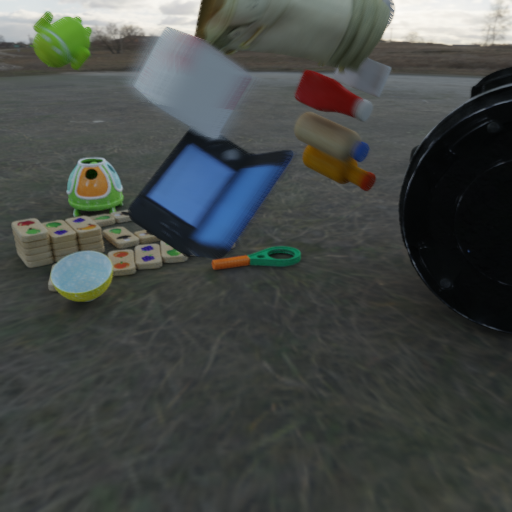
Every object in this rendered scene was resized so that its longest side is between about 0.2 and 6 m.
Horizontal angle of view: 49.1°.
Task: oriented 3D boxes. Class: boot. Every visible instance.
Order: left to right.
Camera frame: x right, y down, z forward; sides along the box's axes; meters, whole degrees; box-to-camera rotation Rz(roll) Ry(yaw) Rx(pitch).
[{"bbox_3d":[0.320,-3.033,7.463,2.198,1.024,2.842,8,9,-12],"label":"boot"}]

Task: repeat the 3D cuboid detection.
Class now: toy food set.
[{"bbox_3d":[1.707,-2.726,9.404,1.407,3.127,1.492,34,23,30],"label":"toy food set"}]

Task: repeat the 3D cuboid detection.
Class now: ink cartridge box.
[{"bbox_3d":[-0.800,-2.104,6.746,0.864,0.868,1.195,24,14,-33],"label":"ink cartridge box"}]

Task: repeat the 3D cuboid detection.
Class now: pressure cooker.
[{"bbox_3d":[4.104,-1.021,8.338,3.408,3.461,3.875,49,36,5],"label":"pressure cooker"}]

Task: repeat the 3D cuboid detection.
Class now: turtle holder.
[{"bbox_3d":[-3.538,-1.608,12.542,1.223,1.143,1.610,6,24,14],"label":"turtle holder"}]

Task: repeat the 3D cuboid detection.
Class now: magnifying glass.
[{"bbox_3d":[0.020,0.065,9.874,1.606,0.180,0.639,-6,24,-18],"label":"magnifying glass"}]

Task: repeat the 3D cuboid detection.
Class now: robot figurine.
[{"bbox_3d":[-2.662,-2.931,7.683,0.513,0.778,0.887,-26,21,51],"label":"robot figurine"}]

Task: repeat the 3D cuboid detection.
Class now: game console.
[{"bbox_3d":[-0.575,-0.851,6.693,1.366,1.601,0.947,33,-17,1],"label":"game console"}]

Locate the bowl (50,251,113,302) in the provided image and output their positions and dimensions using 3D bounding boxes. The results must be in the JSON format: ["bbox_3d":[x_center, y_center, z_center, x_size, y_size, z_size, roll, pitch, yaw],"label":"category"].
[{"bbox_3d":[-2.601,0.404,8.499,0.911,0.490,0.911,1,42,0],"label":"bowl"}]

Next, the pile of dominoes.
[{"bbox_3d":[-2.455,-0.566,10.744,3.941,0.627,3.072,-15,27,-31],"label":"pile of dominoes"}]
